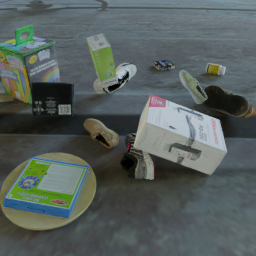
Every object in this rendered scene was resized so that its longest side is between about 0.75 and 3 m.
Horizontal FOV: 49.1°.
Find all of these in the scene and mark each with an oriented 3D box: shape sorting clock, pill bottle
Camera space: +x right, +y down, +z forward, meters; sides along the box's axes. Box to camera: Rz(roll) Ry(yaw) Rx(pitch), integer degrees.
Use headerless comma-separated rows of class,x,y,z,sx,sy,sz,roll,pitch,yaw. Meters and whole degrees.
shape sorting clock,-2.057,1.566,7.357,2.433,0.477,2.433,2,36,-1
pill bottle,4.415,-2.957,14.109,0.879,0.502,0.502,17,37,23

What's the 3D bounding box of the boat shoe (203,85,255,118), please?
boat shoe,3.842,-0.930,10.879,0.918,0.941,2.486,21,14,-29

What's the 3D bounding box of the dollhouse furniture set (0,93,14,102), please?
dollhouse furniture set,-5.638,-0.924,11.260,0.987,0.762,1.974,12,16,30

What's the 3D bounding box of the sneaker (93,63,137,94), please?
sneaker,-0.352,-2.153,12.414,2.404,0.886,0.962,-39,33,-29

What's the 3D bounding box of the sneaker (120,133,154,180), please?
sneaker,0.119,0.807,8.297,0.824,0.695,1.884,-4,38,-17

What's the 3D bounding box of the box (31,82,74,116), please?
box,-2.601,-1.049,9.963,1.351,1.131,1.819,0,9,-10

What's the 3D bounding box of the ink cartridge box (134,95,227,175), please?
ink cartridge box,1.552,0.161,8.383,2.408,1.021,1.753,21,34,-4

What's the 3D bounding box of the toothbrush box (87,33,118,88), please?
toothbrush box,-0.999,-2.662,11.106,0.726,1.686,1.228,-17,44,-7

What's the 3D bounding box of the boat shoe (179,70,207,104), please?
boat shoe,2.443,-1.572,10.373,0.516,1.435,0.445,-40,7,-37

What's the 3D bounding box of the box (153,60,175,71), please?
box,1.904,-3.344,14.940,0.913,0.229,0.920,-10,35,-17

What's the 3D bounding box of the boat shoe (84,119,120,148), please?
boat shoe,-0.992,0.165,9.383,1.594,0.568,0.514,27,42,32

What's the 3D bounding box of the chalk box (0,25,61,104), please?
chalk box,-4.150,-2.744,11.624,1.788,2.889,1.797,18,38,25
